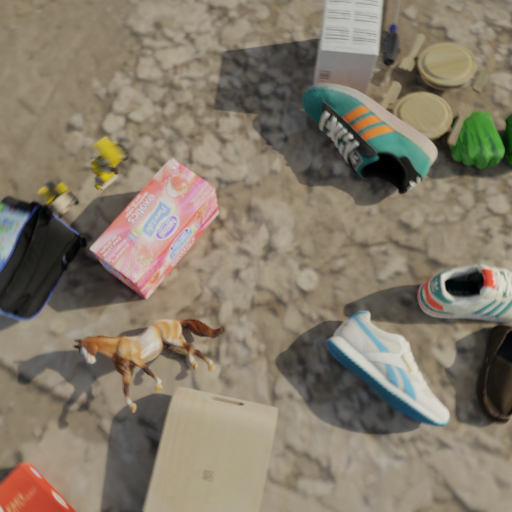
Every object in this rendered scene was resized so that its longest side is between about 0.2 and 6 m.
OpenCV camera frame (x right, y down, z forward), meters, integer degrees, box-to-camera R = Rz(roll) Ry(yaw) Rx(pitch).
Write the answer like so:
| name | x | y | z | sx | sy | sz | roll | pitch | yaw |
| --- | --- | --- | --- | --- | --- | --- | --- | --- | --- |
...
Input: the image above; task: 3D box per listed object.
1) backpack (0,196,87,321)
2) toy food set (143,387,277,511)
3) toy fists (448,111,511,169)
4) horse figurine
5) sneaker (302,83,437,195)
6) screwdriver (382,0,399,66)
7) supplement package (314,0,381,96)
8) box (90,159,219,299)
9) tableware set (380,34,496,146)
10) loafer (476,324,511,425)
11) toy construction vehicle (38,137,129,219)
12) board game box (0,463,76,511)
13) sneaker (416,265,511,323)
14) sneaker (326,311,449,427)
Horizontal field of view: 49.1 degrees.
| name | x | y | z | sx | sy | sz | roll | pitch | yaw |
| --- | --- | --- | --- | --- | --- | --- | --- | --- | --- |
| backpack | -4.386 | 0.095 | 10.203 | 1.439 | 1.792 | 1.958 | 15 | 72 | 19 |
| toy food set | -0.779 | 3.687 | 9.544 | 1.831 | 0.771 | 2.552 | 12 | 78 | 2 |
| toy fists | 5.097 | -2.354 | 11.610 | 2.190 | 0.753 | 1.117 | -2 | 63 | 1 |
| horse figurine | -1.775 | 1.693 | 9.961 | 2.414 | 0.602 | 1.600 | -24 | 51 | -30 |
| sneaker | 2.110 | -2.389 | 11.412 | 3.041 | 1.085 | 1.215 | 32 | 69 | 9 |
| screwdriver | 3.200 | -5.464 | 12.949 | 0.354 | 0.369 | 2.536 | 11 | 67 | 3 |
| supplement package | 1.916 | -4.469 | 11.910 | 1.179 | 1.533 | 1.603 | 7 | 71 | 2 |
| box | -1.862 | -0.510 | 10.692 | 1.110 | 1.203 | 2.344 | 35 | 74 | 12 |
| tableware set | 3.807 | -3.470 | 12.090 | 1.798 | 0.545 | 2.720 | 24 | 70 | 16 |
| loafer | 4.413 | 2.067 | 10.067 | 0.673 | 0.658 | 1.844 | 10 | 71 | 4 |
| toy construction vehicle | -3.017 | -1.393 | 9.736 | 1.592 | 1.828 | 0.644 | -43 | 99 | -11 |
| board game box | -3.683 | 4.840 | 9.201 | 2.205 | 0.445 | 1.687 | 39 | 75 | 12 |
| sneaker | 4.356 | 0.646 | 10.275 | 2.592 | 1.212 | 0.913 | -1 | 70 | 0 |
| sneaker | 2.476 | 2.019 | 9.954 | 2.466 | 0.943 | 0.996 | 41 | 73 | 11 |
